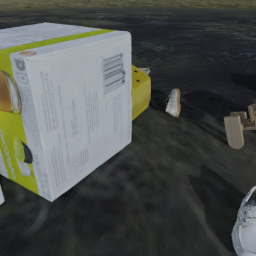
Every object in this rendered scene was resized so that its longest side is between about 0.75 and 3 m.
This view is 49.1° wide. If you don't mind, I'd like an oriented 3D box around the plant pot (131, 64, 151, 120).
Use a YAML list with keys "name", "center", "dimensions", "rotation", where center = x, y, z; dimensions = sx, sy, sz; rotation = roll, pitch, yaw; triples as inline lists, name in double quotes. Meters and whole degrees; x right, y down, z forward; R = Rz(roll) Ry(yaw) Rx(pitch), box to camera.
- name: "plant pot"
  center: [-0.090, -1.144, 8.505]
  dimensions: [1.390, 1.226, 1.390]
  rotation: [38, 50, 13]

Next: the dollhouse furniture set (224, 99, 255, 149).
- name: "dollhouse furniture set"
  center: [4.168, 0.088, 7.224]
  dimensions: [2.201, 1.559, 2.396]
  rotation: [-24, 15, -39]

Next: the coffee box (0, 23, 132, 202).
- name: "coffee box"
  center: [-1.874, -0.688, 6.501]
  dimensions: [2.879, 2.907, 2.911]
  rotation: [17, 33, 29]

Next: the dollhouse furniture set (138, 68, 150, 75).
- name: "dollhouse furniture set"
  center: [-0.012, -3.047, 12.619]
  dimensions: [1.885, 1.338, 1.493]
  rotation: [-3, 28, -5]

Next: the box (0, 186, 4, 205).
- name: "box"
  center: [-3.507, 0.935, 5.073]
  dimensions: [1.624, 1.398, 1.632]
  rotation: [20, 36, 33]

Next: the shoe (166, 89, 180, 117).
- name: "shoe"
  center: [1.493, -0.910, 9.423]
  dimensions: [0.441, 0.578, 1.654]
  rotation: [7, 30, 3]

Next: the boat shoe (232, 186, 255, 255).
- name: "boat shoe"
  center: [2.135, 1.566, 4.805]
  dimensions: [0.560, 0.548, 1.581]
  rotation: [10, 30, 19]
